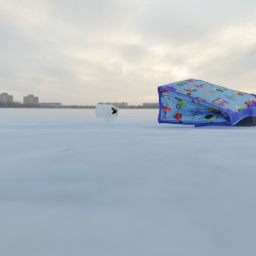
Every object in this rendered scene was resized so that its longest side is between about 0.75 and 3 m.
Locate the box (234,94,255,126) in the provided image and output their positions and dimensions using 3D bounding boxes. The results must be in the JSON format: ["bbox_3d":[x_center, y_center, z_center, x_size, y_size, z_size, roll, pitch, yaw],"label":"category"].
[{"bbox_3d":[3.948,-0.653,10.676,1.945,1.112,2.136,2,3,34],"label":"box"}]

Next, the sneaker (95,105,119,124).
[{"bbox_3d":[-0.685,-0.580,11.846,0.759,0.666,1.894,-6,-8,17],"label":"sneaker"}]

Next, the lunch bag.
[{"bbox_3d":[2.501,-0.730,8.380,2.620,1.233,1.973,13,24,42],"label":"lunch bag"}]
